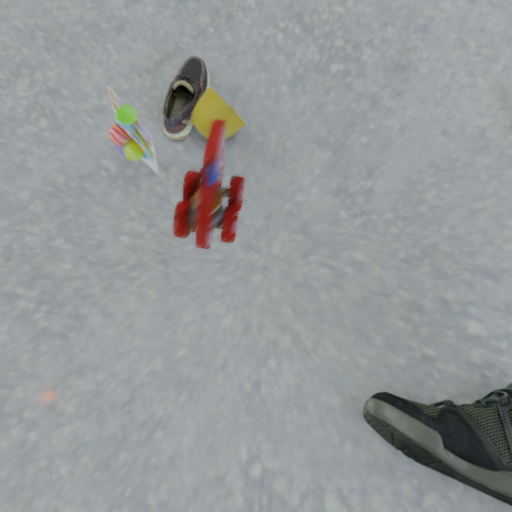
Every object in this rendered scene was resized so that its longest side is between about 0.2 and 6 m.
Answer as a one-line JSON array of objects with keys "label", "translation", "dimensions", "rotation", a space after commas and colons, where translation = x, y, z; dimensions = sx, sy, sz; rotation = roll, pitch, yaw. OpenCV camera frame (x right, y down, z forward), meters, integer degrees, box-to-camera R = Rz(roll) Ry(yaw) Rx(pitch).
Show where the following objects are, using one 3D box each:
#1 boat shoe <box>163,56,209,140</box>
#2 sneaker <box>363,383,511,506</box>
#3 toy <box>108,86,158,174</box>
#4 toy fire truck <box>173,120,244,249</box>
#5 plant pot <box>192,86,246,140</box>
[{"label": "boat shoe", "translation": [-1.237, -2.871, 9.852], "dimensions": [0.619, 0.557, 1.720], "rotation": [14, 69, 6]}, {"label": "sneaker", "translation": [2.906, 2.195, 7.540], "dimensions": [2.849, 1.089, 1.632], "rotation": [22, 68, 6]}, {"label": "toy", "translation": [-1.998, -1.811, 8.699], "dimensions": [0.399, 1.690, 0.973], "rotation": [-40, 87, -15]}, {"label": "toy fire truck", "translation": [-0.567, -0.838, 6.831], "dimensions": [0.762, 1.141, 1.359], "rotation": [7, 50, 2]}, {"label": "plant pot", "translation": [-0.703, -2.325, 9.494], "dimensions": [0.661, 0.646, 0.642], "rotation": [-43, 49, 10]}]
